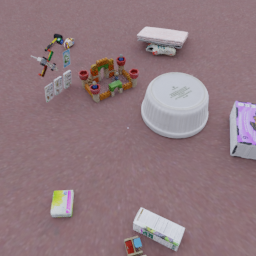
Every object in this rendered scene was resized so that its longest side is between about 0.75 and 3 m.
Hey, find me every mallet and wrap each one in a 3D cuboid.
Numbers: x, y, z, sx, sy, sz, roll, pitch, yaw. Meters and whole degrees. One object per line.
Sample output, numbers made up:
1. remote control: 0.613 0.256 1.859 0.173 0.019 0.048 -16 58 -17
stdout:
1. mallet: -3.650 -4.105 13.388 0.413 0.258 1.255 25 58 19

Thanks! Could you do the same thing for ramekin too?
1. ramekin: 1.717 -0.943 10.049 2.506 1.167 2.506 0 49 0

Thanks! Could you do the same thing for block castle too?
1. block castle: -0.759 -2.051 11.114 2.119 0.994 1.416 -25 54 -20

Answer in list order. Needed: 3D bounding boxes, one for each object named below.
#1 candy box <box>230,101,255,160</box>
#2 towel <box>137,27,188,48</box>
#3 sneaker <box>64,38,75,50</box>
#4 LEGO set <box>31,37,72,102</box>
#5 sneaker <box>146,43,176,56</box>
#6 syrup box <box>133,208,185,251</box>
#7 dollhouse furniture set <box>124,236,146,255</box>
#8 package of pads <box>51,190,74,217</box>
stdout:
1. candy box: 4.663 0.157 9.344 2.277 0.814 1.910 9 50 8
2. towel: 1.649 -4.285 13.116 2.152 0.347 2.055 13 34 11
3. sneaker: -2.755 -3.983 13.202 0.383 0.319 0.851 -2 50 6
4. LEGO set: -2.743 -2.218 10.352 0.520 2.118 1.582 22 43 17
5. sneaker: 1.468 -3.485 12.709 1.415 0.498 0.661 28 61 24
6. syrup box: 0.798 2.670 7.414 1.282 0.505 0.522 20 53 17
7. dollhouse furniture set: 0.067 3.156 6.890 0.672 0.676 0.959 -12 52 -10
8. package of pads: -1.880 2.161 8.011 0.588 0.260 0.762 -2 50 -2
